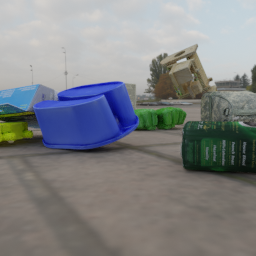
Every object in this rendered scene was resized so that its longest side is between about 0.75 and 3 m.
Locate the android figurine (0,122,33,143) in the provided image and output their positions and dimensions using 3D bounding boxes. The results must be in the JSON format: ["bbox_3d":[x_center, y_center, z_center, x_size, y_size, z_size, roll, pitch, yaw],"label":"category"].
[{"bbox_3d":[-3.682,0.134,7.152,2.583,0.530,2.352,1,5,19],"label":"android figurine"}]

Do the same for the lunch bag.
[{"bbox_3d":[3.862,-0.606,9.995,2.119,1.477,1.778,-2,5,-19],"label":"lunch bag"}]

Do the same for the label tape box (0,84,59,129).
[{"bbox_3d":[-2.775,-0.612,7.659,1.885,0.870,2.631,-3,-12,28],"label":"label tape box"}]

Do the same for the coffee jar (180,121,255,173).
[{"bbox_3d":[1.712,0.278,4.249,1.731,0.738,0.903,1,10,19],"label":"coffee jar"}]

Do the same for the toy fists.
[{"bbox_3d":[1.058,-0.361,10.977,2.572,0.885,1.311,-4,-1,-22],"label":"toy fists"}]

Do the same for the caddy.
[{"bbox_3d":[-0.980,-0.194,6.645,2.537,1.332,1.793,0,25,34],"label":"caddy"}]

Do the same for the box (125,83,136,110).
[{"bbox_3d":[-0.347,-1.607,17.020,1.203,2.209,1.412,4,6,35],"label":"box"}]

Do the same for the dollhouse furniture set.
[{"bbox_3d":[2.409,-1.401,11.187,1.569,2.822,2.496,-17,26,32],"label":"dollhouse furniture set"}]
